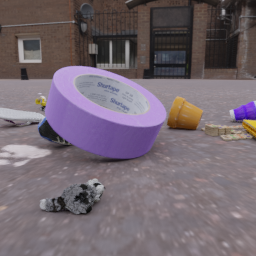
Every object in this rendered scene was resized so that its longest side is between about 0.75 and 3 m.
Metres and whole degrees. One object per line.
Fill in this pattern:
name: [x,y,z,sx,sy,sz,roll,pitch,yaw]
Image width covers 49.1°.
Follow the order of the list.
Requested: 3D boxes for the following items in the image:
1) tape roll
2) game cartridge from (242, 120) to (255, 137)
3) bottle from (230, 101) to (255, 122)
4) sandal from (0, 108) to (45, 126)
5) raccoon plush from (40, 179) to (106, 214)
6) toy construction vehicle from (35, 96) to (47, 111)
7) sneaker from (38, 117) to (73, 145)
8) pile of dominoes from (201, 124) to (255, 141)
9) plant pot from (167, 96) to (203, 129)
tape roll: [-0.467,-0.433,6.167,2.517,0.826,2.517,17,29,-10]
game cartridge: [3.978,0.090,7.401,1.516,0.246,1.337,8,14,5]
bottle: [4.281,-0.595,9.242,1.715,0.560,0.716,-14,24,21]
sandal: [-3.459,-0.266,8.951,1.782,0.438,0.725,6,20,-45]
raccoon plush: [-0.703,0.862,3.741,0.796,0.385,0.534,2,4,11]
toy construction vehicle: [-3.198,-1.135,12.495,1.450,0.586,1.665,-9,15,-37]
sneaker: [-1.641,-0.051,7.201,1.046,0.922,2.347,-11,5,16]
pile of dominoes: [3.046,0.019,7.830,1.747,0.278,1.362,-4,12,-16]
plant pot: [1.740,-0.371,8.391,0.867,0.947,0.947,20,17,16]
